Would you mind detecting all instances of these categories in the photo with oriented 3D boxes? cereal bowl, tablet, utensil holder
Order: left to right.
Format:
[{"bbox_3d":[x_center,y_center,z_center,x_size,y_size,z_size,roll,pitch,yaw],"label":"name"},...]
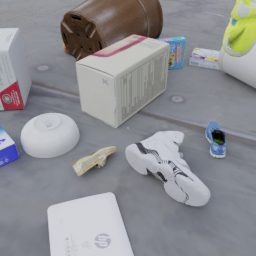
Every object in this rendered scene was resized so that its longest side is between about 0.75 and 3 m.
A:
[{"bbox_3d":[-2.021,0.064,7.204,1.477,0.615,1.477,0,37,0],"label":"cereal bowl"},{"bbox_3d":[-0.666,2.098,4.980,1.385,0.145,2.128,-10,40,-13],"label":"tablet"},{"bbox_3d":[4.295,-2.237,9.325,1.644,1.644,1.935,-20,43,-24],"label":"utensil holder"}]

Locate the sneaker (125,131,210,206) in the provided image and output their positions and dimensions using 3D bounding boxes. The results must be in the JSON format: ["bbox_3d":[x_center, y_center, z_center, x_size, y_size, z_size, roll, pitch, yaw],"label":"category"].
[{"bbox_3d":[1.057,0.733,6.168,1.234,0.807,2.147,-33,45,-31],"label":"sneaker"}]

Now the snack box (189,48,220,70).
[{"bbox_3d":[3.181,-2.698,10.921,1.410,0.373,1.003,14,40,17],"label":"snack box"}]

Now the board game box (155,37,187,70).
[{"bbox_3d":[1.337,-2.704,10.315,1.501,1.141,0.338,-8,39,-11],"label":"board game box"}]

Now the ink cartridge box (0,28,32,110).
[{"bbox_3d":[-4.543,-1.735,8.419,2.644,1.921,1.912,-5,38,-6],"label":"ink cartridge box"}]

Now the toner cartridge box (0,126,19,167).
[{"bbox_3d":[-3.868,0.756,6.389,2.349,0.507,1.116,-29,46,-31],"label":"toner cartridge box"}]

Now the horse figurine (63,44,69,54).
[{"bbox_3d":[-2.357,-3.597,12.010,1.080,0.407,1.630,-4,42,13],"label":"horse figurine"}]

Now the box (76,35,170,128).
[{"bbox_3d":[-0.072,-1.492,8.326,1.424,1.671,2.614,26,45,29],"label":"box"}]

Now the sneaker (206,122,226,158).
[{"bbox_3d":[2.278,0.187,7.105,0.471,0.535,1.199,2,37,2],"label":"sneaker"}]

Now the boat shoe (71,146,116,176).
[{"bbox_3d":[-0.727,0.760,6.534,1.179,0.425,0.383,-22,79,-36],"label":"boat shoe"}]

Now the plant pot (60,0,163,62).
[{"bbox_3d":[-0.698,-3.759,10.508,2.969,2.969,2.939,25,52,29],"label":"plant pot"}]

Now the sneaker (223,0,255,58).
[{"bbox_3d":[2.445,-2.416,5.542,0.774,2.043,1.073,28,18,3],"label":"sneaker"}]
